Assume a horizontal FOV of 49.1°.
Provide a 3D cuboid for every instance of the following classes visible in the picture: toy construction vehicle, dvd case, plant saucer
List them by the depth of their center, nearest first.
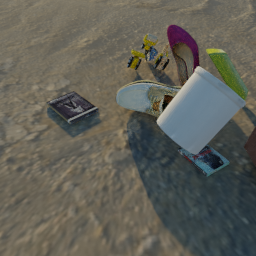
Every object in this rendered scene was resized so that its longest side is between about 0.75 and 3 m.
[{"bbox_3d":[1.976,0.747,7.410,0.815,0.123,1.117,-21,42,-25],"label":"dvd case"},{"bbox_3d":[3.172,-1.737,8.859,0.457,1.907,1.904,-31,10,21],"label":"plant saucer"},{"bbox_3d":[-1.830,-0.703,9.229,1.101,0.118,1.481,-29,47,-32],"label":"dvd case"},{"bbox_3d":[0.906,-2.954,10.943,1.498,1.720,0.606,12,52,-15],"label":"toy construction vehicle"}]

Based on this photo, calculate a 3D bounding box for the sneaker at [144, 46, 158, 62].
[{"bbox_3d":[0.970,-3.216,11.557,0.499,1.119,0.440,-19,67,-9],"label":"sneaker"}]

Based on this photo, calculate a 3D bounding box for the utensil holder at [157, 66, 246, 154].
[{"bbox_3d":[1.767,-0.415,7.033,1.468,1.727,1.468,36,14,-11],"label":"utensil holder"}]

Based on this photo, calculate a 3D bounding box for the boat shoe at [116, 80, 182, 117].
[{"bbox_3d":[0.920,-0.863,8.681,2.652,0.991,0.907,0,29,1],"label":"boat shoe"}]

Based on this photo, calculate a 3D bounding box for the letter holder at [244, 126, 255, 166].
[{"bbox_3d":[3.930,0.641,6.005,1.298,1.834,2.580,5,38,-9],"label":"letter holder"}]

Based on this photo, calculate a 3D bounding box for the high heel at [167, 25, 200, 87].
[{"bbox_3d":[1.872,-2.227,9.480,1.306,0.916,2.716,-31,89,-40],"label":"high heel"}]
